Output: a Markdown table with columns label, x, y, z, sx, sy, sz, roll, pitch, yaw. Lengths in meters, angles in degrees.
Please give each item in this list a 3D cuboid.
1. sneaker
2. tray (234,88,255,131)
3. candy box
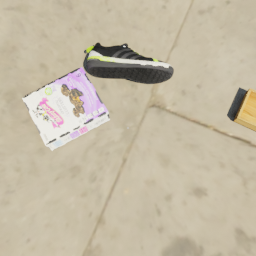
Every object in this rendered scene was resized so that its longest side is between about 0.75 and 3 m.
| label | x | y | z | sx | sy | sz | roll | pitch | yaw |
| --- | --- | --- | --- | --- | --- | --- | --- | --- | --- |
| sneaker | 0.045 | -1.775 | 7.112 | 2.298 | 0.824 | 0.952 | 8 | 70 | 1 |
| tray | 3.747 | -0.202 | 7.090 | 1.844 | 0.341 | 0.910 | 26 | 75 | 8 |
| candy box | -1.540 | -0.479 | 7.087 | 1.709 | 0.611 | 1.433 | -29 | 75 | -8 |
